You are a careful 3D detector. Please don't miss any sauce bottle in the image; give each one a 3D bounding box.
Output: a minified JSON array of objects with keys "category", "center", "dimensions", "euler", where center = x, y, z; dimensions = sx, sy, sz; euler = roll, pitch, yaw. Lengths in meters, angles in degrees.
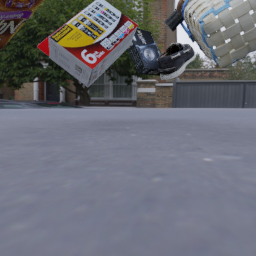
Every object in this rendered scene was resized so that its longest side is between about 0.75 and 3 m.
[{"category":"sauce bottle","center":[1.731,-3.339,7.330],"dimensions":[0.599,1.851,0.599],"euler":[41,15,-14]}]

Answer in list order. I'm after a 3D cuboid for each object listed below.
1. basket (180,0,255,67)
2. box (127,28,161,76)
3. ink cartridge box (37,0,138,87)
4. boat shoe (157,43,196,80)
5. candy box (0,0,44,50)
[{"category":"basket","center":[2.463,-2.814,6.761],"dimensions":[2.435,1.921,2.762],"euler":[-25,38,22]},{"category":"box","center":[0.654,-3.006,11.010],"dimensions":[1.548,1.933,0.421],"euler":[-5,-22,-47]},{"category":"ink cartridge box","center":[-1.357,-3.052,9.339],"dimensions":[2.262,2.577,1.081],"euler":[37,-28,3]},{"category":"boat shoe","center":[1.859,-2.841,10.876],"dimensions":[1.087,0.887,2.942],"euler":[-1,32,34]},{"category":"candy box","center":[-2.515,-2.353,5.572],"dimensions":[1.805,0.510,1.053],"euler":[-35,-3,23]}]
